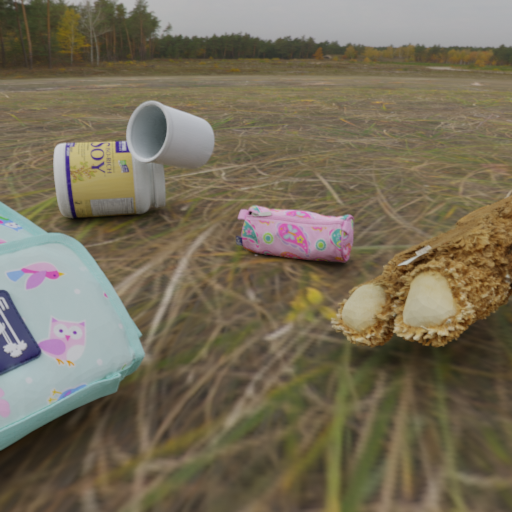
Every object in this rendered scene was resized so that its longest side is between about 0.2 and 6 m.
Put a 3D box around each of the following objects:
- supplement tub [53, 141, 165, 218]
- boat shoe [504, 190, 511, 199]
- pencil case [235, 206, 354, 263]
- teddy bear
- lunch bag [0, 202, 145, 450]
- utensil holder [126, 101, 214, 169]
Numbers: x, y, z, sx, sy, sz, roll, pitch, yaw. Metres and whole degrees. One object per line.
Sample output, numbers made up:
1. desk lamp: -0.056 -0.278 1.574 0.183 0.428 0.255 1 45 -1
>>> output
1. supplement tub: -2.749 -1.464 10.658 1.929 1.402 1.402 -5 22 -12
2. boat shoe: 4.227 -0.516 9.142 0.862 0.781 2.419 8 23 19
3. pencil case: 0.614 -0.353 8.709 1.781 0.779 0.779 9 23 22
4. teddy bear: 2.361 0.273 6.342 2.382 1.097 3.285 -25 1 38
5. lunch bag: -2.772 0.664 5.010 2.856 1.742 2.433 28 29 28
6. utensil holder: -1.498 -2.100 9.957 1.040 1.040 1.223 16 9 34
